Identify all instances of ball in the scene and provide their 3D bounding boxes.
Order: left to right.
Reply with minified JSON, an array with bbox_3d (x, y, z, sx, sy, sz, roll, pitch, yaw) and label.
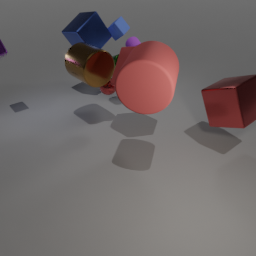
[{"bbox_3d":[-0.792,-1.666,11.195,0.700,0.700,0.700,0,30,0],"label":"ball"}]

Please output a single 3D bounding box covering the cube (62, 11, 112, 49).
[{"bbox_3d":[-1.908,-4.375,13.032,1.400,1.400,1.400,21,68,46],"label":"cube"}]

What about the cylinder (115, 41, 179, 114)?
[{"bbox_3d":[0.514,-1.277,6.991,1.400,1.400,1.400,7,36,11],"label":"cylinder"}]

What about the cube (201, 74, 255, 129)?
[{"bbox_3d":[3.616,-0.909,9.601,1.400,1.400,1.400,-27,18,-30],"label":"cube"}]

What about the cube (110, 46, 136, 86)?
[{"bbox_3d":[0.486,-1.914,9.763,1.400,1.400,1.400,18,-1,-40],"label":"cube"}]

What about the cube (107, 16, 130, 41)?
[{"bbox_3d":[-0.474,-4.832,13.624,0.700,0.700,0.700,-17,33,48],"label":"cube"}]

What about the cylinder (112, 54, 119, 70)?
[{"bbox_3d":[-0.407,-2.878,12.348,0.700,0.700,0.700,-15,13,-25],"label":"cylinder"}]

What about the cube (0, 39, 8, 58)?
[{"bbox_3d":[-5.188,-3.053,10.836,0.700,0.700,0.700,-33,17,-22],"label":"cube"}]

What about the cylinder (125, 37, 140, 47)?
[{"bbox_3d":[0.312,-3.978,13.707,0.700,0.700,0.700,-12,53,-20],"label":"cylinder"}]

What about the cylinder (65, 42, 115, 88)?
[{"bbox_3d":[-1.461,-2.413,10.660,1.400,1.400,1.400,-23,39,-34],"label":"cylinder"}]
